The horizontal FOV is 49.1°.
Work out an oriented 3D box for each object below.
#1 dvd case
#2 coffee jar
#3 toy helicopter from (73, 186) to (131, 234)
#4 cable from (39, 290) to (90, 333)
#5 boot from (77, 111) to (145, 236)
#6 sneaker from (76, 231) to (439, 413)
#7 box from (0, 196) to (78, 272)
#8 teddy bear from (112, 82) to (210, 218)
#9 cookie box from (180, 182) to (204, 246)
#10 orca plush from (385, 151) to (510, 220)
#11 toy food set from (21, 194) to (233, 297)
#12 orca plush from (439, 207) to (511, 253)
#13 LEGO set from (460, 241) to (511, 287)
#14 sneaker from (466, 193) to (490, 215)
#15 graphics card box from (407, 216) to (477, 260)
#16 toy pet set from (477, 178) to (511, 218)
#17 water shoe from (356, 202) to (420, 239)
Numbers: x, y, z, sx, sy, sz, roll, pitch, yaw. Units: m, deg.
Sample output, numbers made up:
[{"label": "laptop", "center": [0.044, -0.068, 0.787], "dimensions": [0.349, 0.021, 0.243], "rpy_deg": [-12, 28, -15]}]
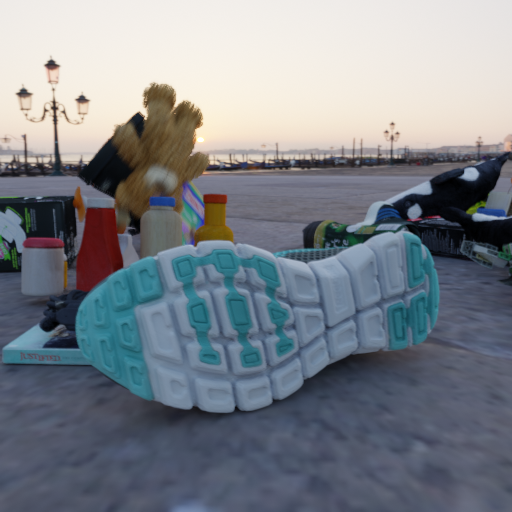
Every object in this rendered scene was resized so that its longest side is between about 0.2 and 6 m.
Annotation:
[{"label": "dvd case", "center": [-1.564, 0.720, 5.469], "dimensions": [1.140, 0.172, 1.562], "rpy_deg": [1, 9, 3]}, {"label": "coffee jar", "center": [1.420, -0.090, 8.165], "dimensions": [1.536, 0.801, 0.655], "rpy_deg": [6, 27, 35]}, {"label": "toy helicopter", "center": [-2.377, -0.667, 8.520], "dimensions": [0.945, 0.563, 1.428], "rpy_deg": [24, 8, -15]}, {"label": "cable", "center": [-1.242, 0.528, 5.318], "dimensions": [1.449, 0.368, 1.182], "rpy_deg": [-2, 5, -6]}, {"label": "boot", "center": [-2.113, -1.469, 10.836], "dimensions": [0.934, 2.068, 2.524], "rpy_deg": [-34, 24, 32]}, {"label": "sneaker", "center": [0.033, 0.510, 4.730], "dimensions": [3.196, 1.240, 1.458], "rpy_deg": [-2, -6, -33]}, {"label": "box", "center": [-3.863, -0.380, 8.963], "dimensions": [1.767, 1.098, 1.313], "rpy_deg": [-2, 10, -10]}, {"label": "teddy bear", "center": [-1.461, -1.725, 9.061], "dimensions": [0.781, 1.697, 2.341], "rpy_deg": [-8, 45, 39]}, {"label": "cookie box", "center": [-1.345, -0.713, 9.946], "dimensions": [0.405, 0.923, 1.079], "rpy_deg": [-4, 47, 38]}, {"label": "orca plush", "center": [4.564, -1.100, 12.983], "dimensions": [4.012, 1.426, 2.111], "rpy_deg": [-19, -9, -39]}, {"label": "toy food set", "center": [-1.703, -0.141, 6.711], "dimensions": [2.759, 1.242, 1.317], "rpy_deg": [2, 3, 20]}, {"label": "orca plush", "center": [3.780, -0.127, 7.602], "dimensions": [1.099, 1.627, 3.093], "rpy_deg": [-41, 40, -20]}, {"label": "LEGO set", "center": [3.958, 0.082, 6.706], "dimensions": [3.562, 1.009, 2.313], "rpy_deg": [-12, 9, -36]}, {"label": "sneaker", "center": [6.367, -1.153, 14.312], "dimensions": [1.073, 0.951, 2.568], "rpy_deg": [7, 8, -40]}, {"label": "graphics card box", "center": [3.961, -0.312, 9.987], "dimensions": [1.484, 0.602, 2.366], "rpy_deg": [-9, 12, -43]}, {"label": "toy pet set", "center": [5.669, -0.885, 12.062], "dimensions": [1.770, 0.940, 1.653], "rpy_deg": [28, -11, -39]}, {"label": "water shoe", "center": [2.286, -0.300, 9.527], "dimensions": [0.979, 0.887, 2.481], "rpy_deg": [9, 21, 21]}]
